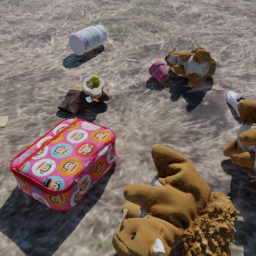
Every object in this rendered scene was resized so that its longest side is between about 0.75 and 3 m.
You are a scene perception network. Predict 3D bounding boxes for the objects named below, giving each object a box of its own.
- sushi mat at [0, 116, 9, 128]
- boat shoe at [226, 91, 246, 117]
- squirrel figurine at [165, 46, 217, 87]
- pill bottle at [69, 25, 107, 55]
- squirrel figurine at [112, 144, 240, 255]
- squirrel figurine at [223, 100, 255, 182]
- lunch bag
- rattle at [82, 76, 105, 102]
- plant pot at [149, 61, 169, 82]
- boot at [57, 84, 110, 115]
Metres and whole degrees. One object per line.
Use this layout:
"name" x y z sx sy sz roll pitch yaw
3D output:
"sushi mat" -5.366 -0.200 10.931 1.314 0.080 0.629 -5 41 -6
"boat shoe" 4.648 -1.103 11.594 0.645 0.573 1.752 -8 41 -9
"squirrel figurine" 2.967 -3.121 13.488 2.332 1.650 2.177 -16 31 -38
"pill bottle" -2.174 -4.944 15.585 1.171 1.171 2.065 27 46 28
"squirrel figurine" 1.110 2.270 6.370 2.923 2.069 2.728 26 32 11
"squirrel figurine" 4.502 0.760 8.107 2.848 2.015 2.658 12 24 -8
"lunch bag" -2.033 0.927 8.857 2.638 1.227 2.995 19 43 27
"rattle" -1.402 -1.366 11.739 0.989 1.086 1.520 -6 56 -18
"plant pot" 1.506 -2.617 13.244 0.835 0.835 0.748 -20 60 -22
"boot" -1.823 -1.066 11.689 1.827 0.661 1.519 17 56 17
